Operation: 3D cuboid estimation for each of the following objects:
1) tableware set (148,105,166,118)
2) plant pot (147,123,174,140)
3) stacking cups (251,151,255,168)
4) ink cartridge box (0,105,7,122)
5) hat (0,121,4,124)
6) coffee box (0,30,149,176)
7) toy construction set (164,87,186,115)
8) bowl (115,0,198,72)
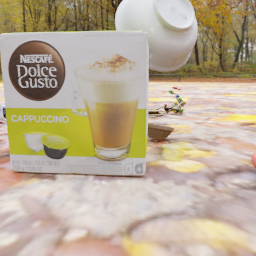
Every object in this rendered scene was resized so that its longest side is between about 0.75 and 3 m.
[{"bbox_3d":[0.468,-0.752,11.320,1.984,0.398,1.311,5,13,26],"label":"tableware set"},{"bbox_3d":[0.734,0.091,7.000,0.803,0.370,0.803,10,2,0],"label":"plant pot"},{"bbox_3d":[2.504,0.717,3.924,0.595,0.595,1.968,-2,6,-11],"label":"stacking cups"},{"bbox_3d":[-3.301,-0.656,10.599,2.719,0.533,1.352,-7,13,-36],"label":"ink cartridge box"},{"bbox_3d":[-4.601,-0.135,8.962,0.867,0.922,1.047,-41,4,-27],"label":"hat"},{"bbox_3d":[-0.770,-0.587,5.547,2.351,2.328,2.354,1,11,5],"label":"coffee box"},{"bbox_3d":[2.017,-1.036,11.242,0.938,1.124,0.864,-14,22,-28],"label":"toy construction set"},{"bbox_3d":[0.977,-2.861,7.516,2.479,2.479,1.114,-5,-13,-25],"label":"bowl"}]
